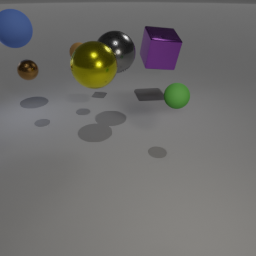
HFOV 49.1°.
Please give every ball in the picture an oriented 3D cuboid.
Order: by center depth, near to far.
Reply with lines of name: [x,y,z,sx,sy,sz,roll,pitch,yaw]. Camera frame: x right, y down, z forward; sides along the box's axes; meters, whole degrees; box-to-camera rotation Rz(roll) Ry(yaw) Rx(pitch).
ball: [1.311,-0.863,7.524,0.700,0.700,0.700,0,28,0]
ball: [-1.015,-1.873,8.373,1.400,1.400,1.400,0,28,0]
ball: [-0.443,-2.556,9.477,1.400,1.400,1.400,0,28,0]
ball: [-3.415,-1.979,9.559,0.700,0.700,0.700,0,28,0]
ball: [-1.782,-2.763,10.225,0.700,0.700,0.700,0,28,0]
ball: [-4.342,-3.750,10.595,1.400,1.400,1.400,0,28,0]

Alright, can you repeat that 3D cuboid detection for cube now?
cube: [1.428,-3.584,12.589,1.400,1.400,1.400,1,42,-12]
